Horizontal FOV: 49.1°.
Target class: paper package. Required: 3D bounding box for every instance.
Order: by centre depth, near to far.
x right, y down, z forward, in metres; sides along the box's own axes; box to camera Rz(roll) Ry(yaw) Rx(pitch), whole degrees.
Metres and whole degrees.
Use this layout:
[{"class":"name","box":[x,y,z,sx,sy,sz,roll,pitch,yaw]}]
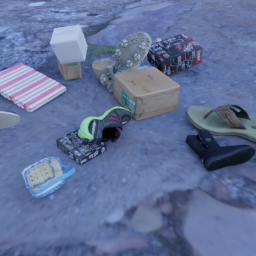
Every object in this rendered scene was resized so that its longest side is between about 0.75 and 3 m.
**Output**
[{"class":"paper package","box":[0.603,-1.275,9.865,1.787,0.970,1.874,-16,39,-21]},{"class":"paper package","box":[-2.509,-2.938,11.748,0.766,1.480,1.411,-14,39,-19]}]

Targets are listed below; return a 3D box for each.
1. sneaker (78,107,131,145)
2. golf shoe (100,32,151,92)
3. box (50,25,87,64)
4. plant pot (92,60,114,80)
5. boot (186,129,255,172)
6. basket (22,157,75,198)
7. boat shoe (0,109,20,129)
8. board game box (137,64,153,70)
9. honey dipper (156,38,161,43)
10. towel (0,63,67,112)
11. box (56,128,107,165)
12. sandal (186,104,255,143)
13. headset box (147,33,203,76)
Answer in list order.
[{"class":"sneaker","box":[-0.521,0.013,8.146,0.911,0.835,2.175,37,34,17]},{"class":"golf shoe","box":[0.034,-2.513,10.427,1.034,2.641,1.284,52,36,6]},{"class":"box","box":[-1.868,-2.671,8.985,0.887,0.891,0.763,-5,55,10]},{"class":"plant pot","box":[-0.939,-2.276,11.501,1.010,0.678,1.010,1,36,0]},{"class":"boot","box":[2.515,0.470,7.753,1.528,0.584,1.284,-15,42,-9]},{"class":"basket","box":[-1.882,1.137,6.542,1.028,0.811,1.166,-27,13,-31]},{"class":"boat shoe","box":[-2.680,-0.263,5.108,1.312,0.477,0.411,-2,50,-20]},{"class":"board game box","box":[1.158,-2.620,12.430,1.542,0.150,0.794,-19,42,-24]},{"class":"honey dipper","box":[2.078,-3.694,13.484,0.508,0.508,2.677,-14,43,-19]},{"class":"towel","box":[-3.866,-1.563,10.598,2.551,0.382,1.867,29,45,18]},{"class":"box","box":[-1.336,0.489,8.018,1.173,0.255,0.940,30,45,35]},{"class":"sandal","box":[3.310,-0.298,8.597,2.993,0.854,1.188,13,38,17]},{"class":"headset box","box":[2.079,-3.217,12.084,2.139,0.802,1.590,-23,45,-9]}]
